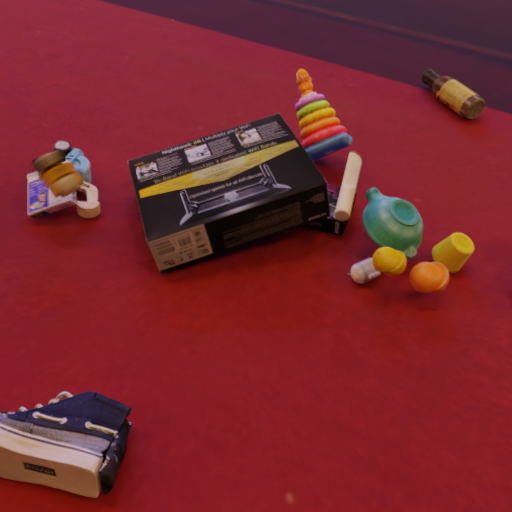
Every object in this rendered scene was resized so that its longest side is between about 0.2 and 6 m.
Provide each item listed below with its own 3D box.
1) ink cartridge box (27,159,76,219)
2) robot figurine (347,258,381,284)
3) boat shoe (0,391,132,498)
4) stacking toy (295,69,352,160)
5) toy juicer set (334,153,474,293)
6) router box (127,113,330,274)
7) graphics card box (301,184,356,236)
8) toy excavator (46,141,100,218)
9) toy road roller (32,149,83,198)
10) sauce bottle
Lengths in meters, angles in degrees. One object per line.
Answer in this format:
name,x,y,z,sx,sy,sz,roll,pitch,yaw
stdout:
ink cartridge box,-4.482,-1.461,12.251,1.080,0.237,1.090,-17,65,11
robot figurine,2.142,0.292,10.928,0.710,0.401,0.603,-21,24,-19
boat shoe,-3.181,2.580,8.343,2.757,1.029,1.279,14,37,6
stacking toy,1.362,-3.406,13.228,1.153,2.100,1.219,-20,1,18
toy juicer set,2.528,-0.434,10.912,3.189,0.868,2.029,39,52,7
router box,-0.674,-1.442,11.840,3.671,0.959,2.887,-18,45,-5
graphics card box,1.171,-1.148,12.334,1.854,0.472,1.163,16,47,15
toy excavator,-4.069,-1.705,12.734,1.691,0.845,1.644,18,48,6
toy road roller,-4.033,-1.610,11.312,0.610,0.725,0.993,-36,91,-30
sauce bottle,5.438,-4.574,15.650,0.690,0.690,2.131,-17,47,-16
